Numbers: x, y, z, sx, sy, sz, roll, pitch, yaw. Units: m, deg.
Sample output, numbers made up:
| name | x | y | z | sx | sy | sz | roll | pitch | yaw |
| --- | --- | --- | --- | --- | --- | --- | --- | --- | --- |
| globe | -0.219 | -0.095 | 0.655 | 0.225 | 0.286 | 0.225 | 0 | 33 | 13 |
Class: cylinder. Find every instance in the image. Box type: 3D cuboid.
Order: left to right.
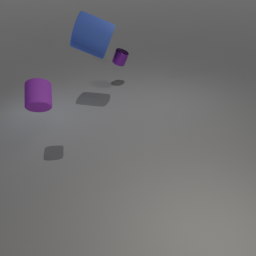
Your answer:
| name | x | y | z | sx | sy | sz | roll | pitch | yaw |
| --- | --- | --- | --- | --- | --- | --- | --- | --- | --- |
| cylinder | -2.396 | -0.866 | 7.488 | 0.700 | 0.700 | 0.700 | -5 | 71 | -8 |
| cylinder | -1.384 | -3.612 | 10.946 | 1.400 | 1.400 | 1.400 | 20 | 29 | -9 |
| cylinder | -0.395 | -3.669 | 14.529 | 0.700 | 0.700 | 0.700 | 18 | 33 | -12 |
